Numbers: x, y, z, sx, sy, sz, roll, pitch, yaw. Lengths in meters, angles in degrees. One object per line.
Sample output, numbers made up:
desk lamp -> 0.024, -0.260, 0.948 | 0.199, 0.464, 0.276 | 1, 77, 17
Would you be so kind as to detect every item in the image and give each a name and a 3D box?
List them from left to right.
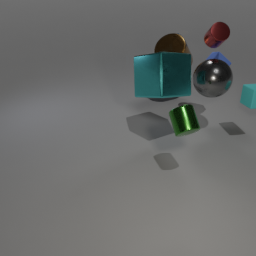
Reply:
cube -> 1.161, -1.761, 9.493 | 1.400, 1.400, 1.400 | -8, 11, -35
cylinder -> 2.059, -3.256, 12.546 | 1.400, 1.400, 1.400 | 19, -6, 29
cylinder -> 1.540, -0.194, 7.658 | 0.700, 0.700, 0.700 | -14, -13, -3
ball -> 3.060, -1.796, 10.143 | 1.400, 1.400, 1.400 | 0, 30, 0
cube -> 3.474, -2.510, 11.055 | 0.700, 0.700, 0.700 | 38, 7, -12
cylinder -> 3.170, -3.310, 10.007 | 0.700, 0.700, 0.700 | -3, -5, -5
cube -> 4.540, -1.139, 9.976 | 0.700, 0.700, 0.700 | -5, 26, -11
